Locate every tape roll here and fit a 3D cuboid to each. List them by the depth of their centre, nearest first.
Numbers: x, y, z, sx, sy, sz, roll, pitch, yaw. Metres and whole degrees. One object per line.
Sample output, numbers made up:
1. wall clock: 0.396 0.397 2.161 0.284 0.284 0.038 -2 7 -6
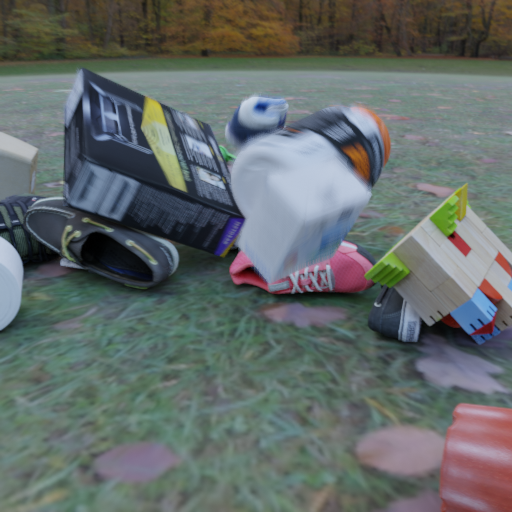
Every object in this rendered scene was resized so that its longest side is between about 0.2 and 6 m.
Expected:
1. tape roll: -4.262 0.419 8.399 1.409 1.409 0.967 -8 24 -18

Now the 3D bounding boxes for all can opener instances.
1. can opener: -2.955 0.058 10.356 1.478 0.494 0.394 6 31 14

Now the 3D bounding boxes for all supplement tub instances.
1. supplement tub: 1.096 -1.598 10.002 1.776 1.776 2.899 19 39 37

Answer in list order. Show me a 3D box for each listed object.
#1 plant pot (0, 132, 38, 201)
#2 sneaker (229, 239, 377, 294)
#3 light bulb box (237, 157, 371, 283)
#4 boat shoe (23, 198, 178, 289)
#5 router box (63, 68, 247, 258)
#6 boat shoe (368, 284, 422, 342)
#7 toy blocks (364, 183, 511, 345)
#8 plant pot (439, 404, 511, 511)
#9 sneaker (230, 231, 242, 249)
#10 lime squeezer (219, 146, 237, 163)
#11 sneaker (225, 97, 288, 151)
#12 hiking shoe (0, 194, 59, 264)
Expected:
1. plant pot: -6.330 -2.016 13.669 1.711 1.933 1.930 6 21 -16
2. sneaker: 0.734 0.340 9.493 2.651 0.977 1.150 7 34 30
3. light bulb box: 0.533 -0.418 6.524 1.126 1.136 0.709 -21 60 -35
4. boat shoe: -2.806 -0.243 9.704 2.874 1.024 0.865 19 22 6
5. router box: -2.063 -1.892 10.857 3.067 1.019 3.901 19 30 -29
6. boat shoe: 2.359 0.452 9.014 0.743 0.901 2.624 8 27 18
7. toy blocks: 3.081 0.309 8.268 2.032 1.485 2.972 49 38 7
8. plant pot: 2.460 1.992 4.964 1.415 1.455 1.455 4 22 31
9. sneaker: -0.071 -0.409 11.509 1.806 0.676 0.899 -3 -14 20
10. lime squeezer: -1.433 -3.169 17.783 3.204 0.604 1.131 6 24 11
11. sneaker: 0.420 -2.306 10.657 1.857 1.359 0.748 27 62 -18
12. hiking shoe: -4.515 -0.450 10.496 1.766 1.328 3.508 3 22 15
